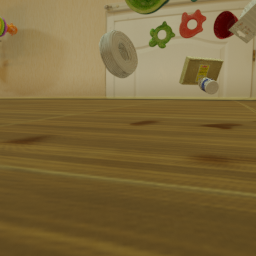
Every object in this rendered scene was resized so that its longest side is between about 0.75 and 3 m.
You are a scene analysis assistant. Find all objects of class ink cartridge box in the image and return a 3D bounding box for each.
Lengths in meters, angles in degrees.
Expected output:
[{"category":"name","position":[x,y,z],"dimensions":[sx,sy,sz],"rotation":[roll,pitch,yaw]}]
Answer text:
[{"category":"ink cartridge box","position":[3.869,-3.341,8.718],"dimensions":[0.956,0.336,1.176],"rotation":[23,-41,-27]}]

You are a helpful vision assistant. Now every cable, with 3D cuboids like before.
[{"category":"cable","position":[-0.317,-2.717,10.365],"dimensions":[0.613,1.772,1.771],"rotation":[-17,-33,32]}]

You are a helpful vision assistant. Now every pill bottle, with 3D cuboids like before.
[{"category":"pill bottle","position":[2.573,-1.380,9.040],"dimensions":[0.450,0.450,0.778],"rotation":[-1,21,-7]}]

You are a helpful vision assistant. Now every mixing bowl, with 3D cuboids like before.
[{"category":"mixing bowl","position":[3.865,-3.927,10.754],"dimensions":[0.559,1.033,1.033],"rotation":[-7,10,-31]}]

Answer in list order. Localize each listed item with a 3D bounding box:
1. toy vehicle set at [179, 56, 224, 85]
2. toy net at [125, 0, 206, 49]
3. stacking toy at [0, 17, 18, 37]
[{"category":"toy vehicle set","position":[2.529,-1.940,9.646],"dimensions":[1.496,0.930,0.198],"rotation":[-2,32,-26]},{"category":"toy net","position":[1.318,-2.470,4.651],"dimensions":[2.722,1.428,0.526],"rotation":[-22,5,21]},{"category":"stacking toy","position":[-3.368,-2.588,7.050],"dimensions":[0.819,0.866,1.493],"rotation":[7,12,21]}]
